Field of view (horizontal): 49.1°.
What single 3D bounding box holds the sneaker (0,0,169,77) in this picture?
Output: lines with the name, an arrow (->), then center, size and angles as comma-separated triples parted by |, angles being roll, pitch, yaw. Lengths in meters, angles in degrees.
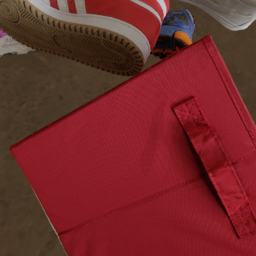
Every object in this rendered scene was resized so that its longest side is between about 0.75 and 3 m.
sneaker -> -0.738, -1.827, 4.035 | 2.700, 0.962, 1.519 | 24, 63, 9

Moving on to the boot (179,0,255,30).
boot -> 1.732, -3.016, 5.668 | 2.484, 1.187, 0.913 | 27, 78, -7

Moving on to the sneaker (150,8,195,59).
sneaker -> 0.407, -2.045, 6.027 | 2.420, 0.912, 0.949 | 18, 71, 37

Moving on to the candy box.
candy box -> -3.126, -2.198, 6.662 | 2.147, 0.655, 1.464 | 18, 29, 33

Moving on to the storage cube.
storage cube -> 0.532, 0.581, 4.260 | 2.682, 2.983, 2.550 | -27, 92, 16
